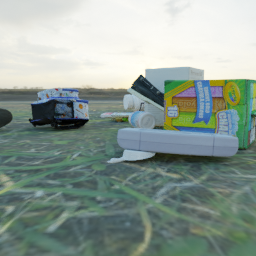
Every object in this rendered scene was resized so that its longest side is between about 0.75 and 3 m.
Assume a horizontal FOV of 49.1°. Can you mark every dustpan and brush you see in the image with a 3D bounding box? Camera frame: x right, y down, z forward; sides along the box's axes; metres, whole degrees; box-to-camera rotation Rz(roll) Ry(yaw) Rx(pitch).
[{"bbox_3d":[0.013,0.573,5.607,0.920,0.263,0.642,4,1,-28],"label":"dustpan and brush"}]

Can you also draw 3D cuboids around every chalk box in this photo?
[{"bbox_3d":[2.588,-0.475,7.648,2.827,1.752,1.764,4,9,31],"label":"chalk box"}]

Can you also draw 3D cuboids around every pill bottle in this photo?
[{"bbox_3d":[0.485,-0.288,10.457,0.684,0.684,1.258,-3,9,-21],"label":"pill bottle"},{"bbox_3d":[1.033,-1.877,20.181,2.544,1.418,1.418,-3,8,-20],"label":"pill bottle"}]

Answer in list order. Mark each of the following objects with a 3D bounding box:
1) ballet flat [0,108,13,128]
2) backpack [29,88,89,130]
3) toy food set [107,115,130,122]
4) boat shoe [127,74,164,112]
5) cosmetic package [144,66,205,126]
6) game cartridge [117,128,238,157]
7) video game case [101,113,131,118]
[{"bbox_3d":[-5.449,-0.346,9.592,2.872,0.976,0.982,-11,-23,-30],"label":"ballet flat"},{"bbox_3d":[-2.571,-0.735,10.986,2.005,1.622,2.105,8,-3,-43],"label":"backpack"},{"bbox_3d":[-0.335,-0.435,13.612,1.390,0.279,0.959,-2,-2,33],"label":"toy food set"},{"bbox_3d":[1.414,-1.068,10.169,2.902,0.962,1.085,31,7,19],"label":"boat shoe"},{"bbox_3d":[1.953,-1.293,11.706,1.949,2.343,1.961,4,9,32],"label":"cosmetic package"},{"bbox_3d":[1.024,0.281,6.083,2.391,0.484,1.594,4,-1,9],"label":"game cartridge"},{"bbox_3d":[-0.329,-0.732,15.993,2.184,0.191,1.561,1,7,7],"label":"video game case"}]
